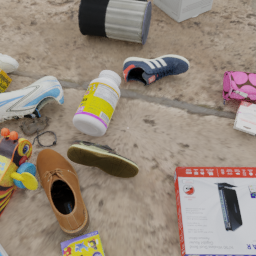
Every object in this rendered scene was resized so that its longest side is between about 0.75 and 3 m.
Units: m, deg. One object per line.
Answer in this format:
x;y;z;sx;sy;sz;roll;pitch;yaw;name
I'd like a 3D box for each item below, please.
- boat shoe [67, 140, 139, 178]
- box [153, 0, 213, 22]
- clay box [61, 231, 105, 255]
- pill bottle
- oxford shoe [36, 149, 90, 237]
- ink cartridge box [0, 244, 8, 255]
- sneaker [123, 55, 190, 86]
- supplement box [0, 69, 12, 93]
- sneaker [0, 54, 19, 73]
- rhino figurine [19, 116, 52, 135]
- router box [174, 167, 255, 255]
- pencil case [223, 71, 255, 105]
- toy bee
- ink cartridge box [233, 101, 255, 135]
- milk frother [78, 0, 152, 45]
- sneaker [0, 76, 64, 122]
-0.602;0.738;7.335;1.909;0.699;0.619;21;35;-10;boat shoe
2.409;-5.814;12.113;1.917;1.260;1.927;-27;58;-19;box
-0.847;3.084;5.947;0.871;0.361;1.517;-16;54;-11;clay box
-0.837;-0.776;8.320;0.997;0.997;1.913;15;62;11;pill bottle
-1.695;1.287;6.901;0.945;0.944;2.649;-27;48;-16;oxford shoe
-3.391;3.307;5.556;2.126;0.721;1.233;-38;62;-25;ink cartridge box
0.928;-1.854;9.426;2.256;0.846;0.953;-2;51;11;sneaker
-4.860;-1.691;8.493;2.078;1.131;1.138;31;82;-3;supplement box
-4.764;-1.833;9.497;2.125;0.828;1.056;-10;60;3;sneaker
-2.734;-0.087;8.393;0.953;0.285;0.417;-24;70;-19;rhino figurine
2.321;1.942;6.599;2.272;0.555;2.039;0;56;-1;router box
4.195;-1.220;8.804;2.340;1.062;1.096;2;17;5;pencil case
-3.017;0.774;6.980;1.841;1.528;2.812;0;53;3;toy bee
3.603;-0.235;8.444;0.664;0.385;1.141;20;54;14;ink cartridge box
-0.433;-4.681;10.218;2.509;2.667;2.407;11;76;8;milk frother
-3.339;-0.612;8.403;2.923;1.051;1.059;-24;86;-8;sneaker
